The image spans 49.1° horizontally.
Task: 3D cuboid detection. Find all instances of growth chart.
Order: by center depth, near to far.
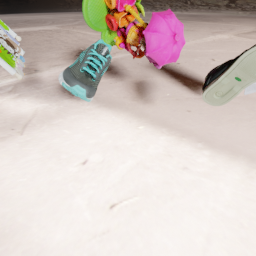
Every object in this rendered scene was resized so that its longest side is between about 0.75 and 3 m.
[{"bbox_3d":[-3.231,-2.208,7.144,0.196,1.599,2.209,-35,44,14],"label":"growth chart"}]

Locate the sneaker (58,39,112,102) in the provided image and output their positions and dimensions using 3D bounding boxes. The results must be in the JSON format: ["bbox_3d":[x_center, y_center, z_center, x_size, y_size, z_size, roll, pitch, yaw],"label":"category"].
[{"bbox_3d":[-1.068,-1.790,7.912,1.133,1.332,2.920,32,25,-18],"label":"sneaker"}]

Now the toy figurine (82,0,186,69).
[{"bbox_3d":[0.394,-2.716,8.108,2.238,2.981,2.744,-33,68,-17],"label":"toy figurine"}]

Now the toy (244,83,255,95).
[{"bbox_3d":[4.087,-2.185,7.703,1.561,2.711,0.640,-12,47,0],"label":"toy"}]

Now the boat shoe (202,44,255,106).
[{"bbox_3d":[2.395,-1.281,5.567,0.799,2.226,0.753,35,49,-18],"label":"boat shoe"}]
